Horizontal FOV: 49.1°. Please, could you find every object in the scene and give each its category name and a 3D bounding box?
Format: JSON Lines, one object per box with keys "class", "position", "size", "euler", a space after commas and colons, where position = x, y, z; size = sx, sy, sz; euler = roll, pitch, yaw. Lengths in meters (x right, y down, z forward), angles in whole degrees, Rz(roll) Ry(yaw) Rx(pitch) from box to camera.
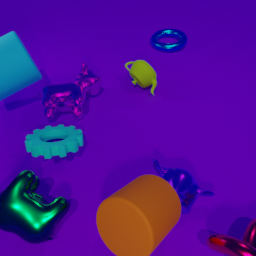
{"class": "cow figurine", "position": [-1.537, -1.003, 7.477], "size": [1.654, 0.908, 1.627], "euler": [-3, 51, -12]}
{"class": "knot shape", "position": [2.065, 2.033, 4.296], "size": [1.630, 0.753, 1.525], "euler": [42, 25, 20]}
{"class": "cylinder", "position": [0.195, 1.422, 4.592], "size": [1.043, 1.043, 1.043], "euler": [29, 27, 25]}
{"class": "cow figurine", "position": [-2.120, 1.581, 4.960], "size": [1.732, 0.951, 1.705], "euler": [37, 70, 6]}
{"class": "cylinder", "position": [-3.076, -1.525, 7.028], "size": [1.312, 1.312, 1.312], "euler": [-31, 52, -8]}
{"class": "gear", "position": [-1.647, 0.277, 6.319], "size": [1.243, 0.230, 1.243], "euler": [-1, 24, 0]}
{"class": "ring", "position": [1.442, -3.122, 9.890], "size": [1.310, 0.262, 1.310], "euler": [-3, 46, 3]}
{"class": "teapot", "position": [0.415, -1.478, 8.043], "size": [0.657, 0.834, 1.342], "euler": [-44, 70, -2]}
{"class": "monkey head", "position": [0.960, 1.123, 5.356], "size": [1.382, 0.995, 0.833], "euler": [29, 69, 11]}
